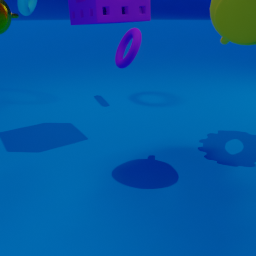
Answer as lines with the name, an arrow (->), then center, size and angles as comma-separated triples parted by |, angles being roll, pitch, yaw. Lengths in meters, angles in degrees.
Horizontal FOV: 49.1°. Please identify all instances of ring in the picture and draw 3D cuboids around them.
ring -> -0.008, -2.633, 9.271 | 0.279, 1.394, 1.394 | 19, 14, -27

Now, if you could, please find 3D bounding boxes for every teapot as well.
teapot -> 1.993, -2.017, 4.448 | 1.186, 1.907, 0.934 | 32, 61, 3
teapot -> -4.008, -3.219, 7.913 | 1.834, 1.140, 0.898 | -12, 28, -36

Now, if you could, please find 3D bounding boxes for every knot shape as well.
knot shape -> -2.084, -2.924, 5.567 | 0.617, 1.335, 1.249 | -30, 39, -16

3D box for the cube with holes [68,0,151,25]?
cube with holes -> -0.439, -2.918, 5.952 | 1.296, 1.296, 1.296 | -15, 23, -30
